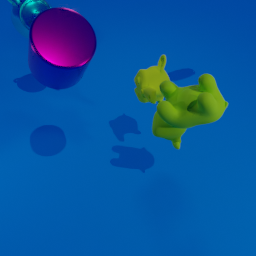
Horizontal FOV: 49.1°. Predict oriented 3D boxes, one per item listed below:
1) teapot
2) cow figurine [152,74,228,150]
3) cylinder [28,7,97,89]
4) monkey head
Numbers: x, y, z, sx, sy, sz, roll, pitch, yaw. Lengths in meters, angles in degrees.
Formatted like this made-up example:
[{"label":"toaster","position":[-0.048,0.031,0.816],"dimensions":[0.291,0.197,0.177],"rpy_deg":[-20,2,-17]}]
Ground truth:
[{"label":"teapot","position":[-2.147,-2.589,6.632],"dimensions":[1.042,1.676,0.820],"rpy_deg":[-58,30,-2]},{"label":"cow figurine","position":[1.015,-0.225,4.832],"dimensions":[1.456,1.432,0.799],"rpy_deg":[-7,58,31]},{"label":"cylinder","position":[-1.012,-1.147,4.205],"dimensions":[0.910,0.910,0.910],"rpy_deg":[4,78,-20]},{"label":"monkey head","position":[0.588,-0.856,5.895],"dimensions":[0.755,1.253,0.901],"rpy_deg":[-13,34,-16]}]
